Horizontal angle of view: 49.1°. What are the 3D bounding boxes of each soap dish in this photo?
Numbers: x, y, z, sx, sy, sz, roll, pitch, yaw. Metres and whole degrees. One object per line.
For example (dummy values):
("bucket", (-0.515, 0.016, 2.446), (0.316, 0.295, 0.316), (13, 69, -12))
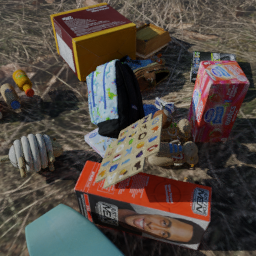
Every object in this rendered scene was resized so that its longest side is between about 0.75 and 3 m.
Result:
("soap dish", (0.865, -4.175, 13.147), (1.549, 0.800, 1.969), (33, 53, 28))

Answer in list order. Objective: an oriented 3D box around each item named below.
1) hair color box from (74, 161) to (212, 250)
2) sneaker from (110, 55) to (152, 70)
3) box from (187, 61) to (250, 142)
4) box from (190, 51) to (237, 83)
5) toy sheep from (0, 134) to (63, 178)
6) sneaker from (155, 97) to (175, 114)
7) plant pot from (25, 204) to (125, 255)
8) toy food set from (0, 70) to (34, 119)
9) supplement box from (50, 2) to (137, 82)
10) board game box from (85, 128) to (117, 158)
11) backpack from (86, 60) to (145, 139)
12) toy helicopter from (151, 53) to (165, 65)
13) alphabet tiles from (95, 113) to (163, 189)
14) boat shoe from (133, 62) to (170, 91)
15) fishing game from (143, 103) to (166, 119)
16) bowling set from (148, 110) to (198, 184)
("hair color box", (0.337, 1.851, 6.722), (2.984, 1.514, 0.914), (10, 46, 10))
("sneaker", (0.123, -2.555, 11.498), (1.945, 0.875, 0.762), (-13, 47, -12))
("box", (2.674, -0.766, 8.680), (1.137, 2.382, 1.187), (-1, 45, -3))
("box", (3.597, -2.527, 11.768), (1.878, 0.462, 1.945), (6, 46, 10))
("toy sheep", (-2.758, 0.745, 8.082), (1.771, 1.221, 1.221), (-8, 44, -26))
("sneaker", (1.403, -0.803, 10.193), (0.490, 0.343, 0.848), (-27, 58, -28))
("plant pot", (-1.191, 2.774, 5.939), (1.487, 1.488, 2.106), (-30, 45, -26))
("toy food set", (-4.806, -1.123, 9.634), (2.884, 1.377, 1.297), (-10, 44, -36))
("supplement box", (-1.469, -3.809, 12.074), (2.692, 1.812, 2.729), (-23, 50, -21))
("board game box", (-0.506, 0.387, 8.985), (1.267, 0.261, 1.264), (-33, 58, -29))
("backpack", (-0.337, -0.867, 8.444), (1.838, 1.951, 2.391), (-4, 81, 34))
("toy helicopter", (1.044, -2.880, 12.157), (1.170, 0.461, 0.774), (3, 51, 20))
("alphabet tiles", (0.051, 0.434, 6.186), (1.677, 0.064, 2.016), (-30, 24, 26))
("boat shoe", (0.759, -1.922, 10.907), (0.789, 0.834, 2.319), (31, 53, 28))
("fishing game", (0.711, -0.347, 9.678), (1.499, 0.233, 1.073), (-27, 72, -21))
("bowling set", (1.392, 0.422, 7.926), (1.508, 1.955, 2.809), (1, 49, -3))
